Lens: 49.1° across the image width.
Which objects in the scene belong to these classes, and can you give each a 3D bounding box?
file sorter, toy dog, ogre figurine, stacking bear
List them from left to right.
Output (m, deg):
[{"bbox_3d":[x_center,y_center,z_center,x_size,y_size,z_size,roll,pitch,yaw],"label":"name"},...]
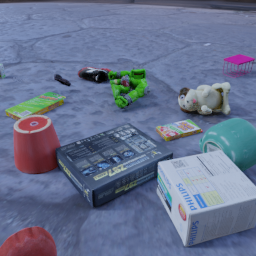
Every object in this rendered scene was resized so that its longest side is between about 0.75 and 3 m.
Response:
[{"bbox_3d":[-1.259,3.175,3.771,1.747,1.636,2.877,-31,49,-12],"label":"stacking bear"},{"bbox_3d":[0.065,-1.890,12.400,1.631,1.335,2.720,-14,20,-1],"label":"ogre figurine"},{"bbox_3d":[2.976,-1.242,11.378,1.852,1.292,1.796,-7,24,-8],"label":"toy dog"},{"bbox_3d":[5.971,-3.348,15.208,1.402,0.879,0.974,-21,38,-29],"label":"file sorter"}]

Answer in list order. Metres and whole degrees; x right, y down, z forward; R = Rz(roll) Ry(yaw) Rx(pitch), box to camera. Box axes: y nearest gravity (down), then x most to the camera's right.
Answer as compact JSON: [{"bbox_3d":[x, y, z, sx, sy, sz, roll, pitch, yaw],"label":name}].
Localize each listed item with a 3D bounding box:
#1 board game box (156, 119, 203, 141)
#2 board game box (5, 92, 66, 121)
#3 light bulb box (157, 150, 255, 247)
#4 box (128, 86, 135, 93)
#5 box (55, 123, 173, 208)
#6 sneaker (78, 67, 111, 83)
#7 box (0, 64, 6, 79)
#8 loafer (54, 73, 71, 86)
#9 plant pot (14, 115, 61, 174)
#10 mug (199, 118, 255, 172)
[{"bbox_3d":[1.899,0.054,10.222,1.596,0.239,0.762,-11,33,-22],"label":"board game box"},{"bbox_3d":[-3.782,-0.929,11.735,1.110,0.348,2.323,21,39,29],"label":"board game box"},{"bbox_3d":[1.844,1.591,6.743,1.807,1.128,1.791,-9,33,-13],"label":"light bulb box"},{"bbox_3d":[0.146,-2.086,13.712,1.086,0.272,1.095,-14,34,-20],"label":"box"},{"bbox_3d":[-0.409,0.922,8.267,2.772,0.707,2.186,-21,36,-31],"label":"box"},{"bbox_3d":[-1.733,-2.718,14.372,1.824,0.645,0.891,4,29,3],"label":"sneaker"},{"bbox_3d":[-7.003,-3.000,14.772,0.824,0.727,0.398,3,31,6],"label":"box"},{"bbox_3d":[-3.067,-2.153,13.005,0.350,0.975,0.307,-11,60,33],"label":"loafer"},{"bbox_3d":[-2.776,0.422,8.512,1.509,1.335,1.509,0,30,0],"label":"plant pot"},{"bbox_3d":[2.827,0.650,8.178,1.137,1.839,1.511,-20,71,-25],"label":"mug"}]
